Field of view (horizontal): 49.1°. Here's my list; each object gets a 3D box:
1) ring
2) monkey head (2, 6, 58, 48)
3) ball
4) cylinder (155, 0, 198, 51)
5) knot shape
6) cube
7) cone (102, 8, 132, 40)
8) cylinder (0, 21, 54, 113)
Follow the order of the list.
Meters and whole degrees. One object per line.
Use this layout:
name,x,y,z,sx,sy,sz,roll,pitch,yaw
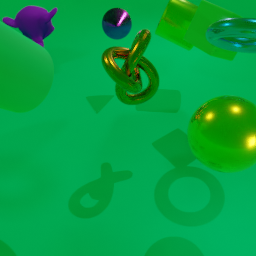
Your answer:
ring,2.412,-1.849,5.709,1.644,0.329,1.644,10,6,-1
monkey head,-3.260,-3.484,9.699,1.945,1.172,1.400,-9,59,4
ball,1.610,0.097,4.576,1.262,1.262,1.262,0,40,0
cylinder,1.739,-3.399,9.097,1.324,1.324,1.324,26,42,-2
knot shape,0.146,-1.397,6.131,0.778,1.684,1.576,8,77,29
cube,2.262,-2.438,7.074,1.033,1.033,1.033,-2,37,-41
cone,-0.342,-3.247,8.846,1.000,1.000,1.003,-2,25,-3
cylinder,-1.913,-0.904,4.118,1.172,1.172,1.172,23,1,26
